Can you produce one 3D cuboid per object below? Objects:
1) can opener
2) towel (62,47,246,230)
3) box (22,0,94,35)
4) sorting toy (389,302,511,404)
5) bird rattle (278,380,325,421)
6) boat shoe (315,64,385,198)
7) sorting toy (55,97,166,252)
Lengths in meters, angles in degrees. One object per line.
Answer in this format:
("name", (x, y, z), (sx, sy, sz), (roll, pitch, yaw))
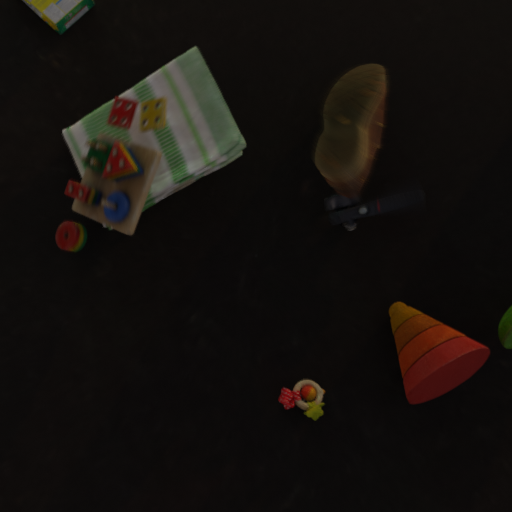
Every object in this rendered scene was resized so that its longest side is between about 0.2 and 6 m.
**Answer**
("can opener", (1.927, -0.815, 9.107), (1.615, 0.512, 0.635), (-10, 103, 9))
("towel", (-1.729, -1.920, 9.239), (2.728, 0.319, 2.081), (-29, 78, 10))
("box", (-3.828, -4.864, 10.222), (1.537, 0.372, 0.902), (43, 81, 6))
("sorting toy", (3.785, 0.599, 8.717), (4.266, 1.479, 1.469), (-30, 56, -4))
("bird rattle", (0.744, 2.206, 8.686), (0.720, 0.406, 0.587), (25, 58, 19))
("boat shoe", (1.638, -2.116, 9.351), (0.933, 0.876, 2.593), (2, 57, 29))
("sorting toy", (-2.282, -1.277, 8.743), (1.358, 0.476, 2.817), (23, 93, 30))
